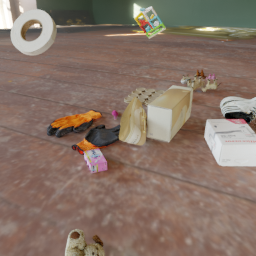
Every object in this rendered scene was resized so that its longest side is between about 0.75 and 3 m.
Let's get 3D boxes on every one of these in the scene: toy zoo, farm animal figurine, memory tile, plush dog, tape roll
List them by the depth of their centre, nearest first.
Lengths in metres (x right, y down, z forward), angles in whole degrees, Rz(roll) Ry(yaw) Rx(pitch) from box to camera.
[{"bbox_3d":[-0.860,2.599,5.665,0.803,0.750,0.935,8,53,-15],"label":"plush dog"},{"bbox_3d":[-2.921,-2.963,8.681,1.462,1.462,0.267,6,-11,13],"label":"tape roll"},{"bbox_3d":[1.025,-5.187,13.621,1.015,1.546,0.158,-23,41,30],"label":"toy zoo"},{"bbox_3d":[0.902,-1.651,14.671,1.722,0.189,2.247,10,28,20],"label":"memory tile"},{"bbox_3d":[4.051,-2.476,15.692,1.712,0.903,1.731,-17,36,-7],"label":"farm animal figurine"}]

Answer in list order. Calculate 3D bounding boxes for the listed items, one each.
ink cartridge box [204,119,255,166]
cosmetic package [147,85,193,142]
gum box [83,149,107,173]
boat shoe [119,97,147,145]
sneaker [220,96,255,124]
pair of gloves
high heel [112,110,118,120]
[{"bbox_3d":[3.610,0.444,9.676,1.433,0.809,1.956,0,26,0],"label":"ink cartridge box"},{"bbox_3d":[1.737,-0.660,11.285,0.958,1.417,2.695,13,31,24],"label":"cosmetic package"},{"bbox_3d":[-1.069,1.034,9.042,0.538,0.313,0.947,-10,28,-19],"label":"gum box"},{"bbox_3d":[0.307,-0.232,10.699,0.960,1.023,2.775,28,32,-11],"label":"boat shoe"},{"bbox_3d":[5.465,-0.612,11.884,2.860,1.079,1.645,-2,34,14],"label":"sneaker"},{"bbox_3d":[-1.550,0.005,11.098,2.999,0.371,2.672,23,34,37],"label":"pair of gloves"},{"bbox_3d":[-0.584,-0.720,12.509,0.289,0.411,0.857,0,26,-1],"label":"high heel"}]
